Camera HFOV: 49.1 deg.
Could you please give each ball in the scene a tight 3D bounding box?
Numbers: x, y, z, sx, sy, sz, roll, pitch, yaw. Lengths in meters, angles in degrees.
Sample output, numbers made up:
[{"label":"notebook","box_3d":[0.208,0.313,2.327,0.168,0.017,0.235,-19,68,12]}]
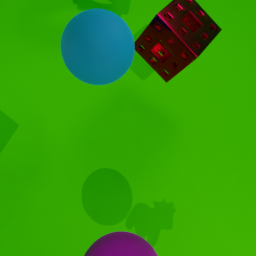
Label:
[{"label":"ball","box_3d":[-0.523,-1.396,4.907,1.278,1.278,1.278,0,74,0]},{"label":"ball","box_3d":[-0.118,2.431,4.597,1.384,1.384,1.384,0,74,0]}]

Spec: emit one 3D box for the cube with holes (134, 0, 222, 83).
[{"label":"cube with holes","box_3d":[0.996,-1.877,5.860,1.100,1.100,1.100,45,60,-6]}]
